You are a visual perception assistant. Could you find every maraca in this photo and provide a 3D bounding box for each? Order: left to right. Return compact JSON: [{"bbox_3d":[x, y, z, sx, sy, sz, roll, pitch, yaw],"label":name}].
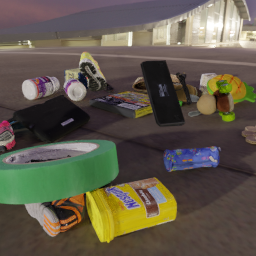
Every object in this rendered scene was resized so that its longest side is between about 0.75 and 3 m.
[{"bbox_3d":[5.151,-1.882,13.895,2.598,1.390,1.781,5,50,-9],"label":"maraca"}]

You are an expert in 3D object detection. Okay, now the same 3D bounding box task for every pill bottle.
[{"bbox_3d":[-4.682,-2.246,15.280,1.055,1.055,1.893,12,24,29],"label":"pill bottle"},{"bbox_3d":[-2.886,-2.097,15.007,0.957,0.957,1.703,-8,22,-20],"label":"pill bottle"}]

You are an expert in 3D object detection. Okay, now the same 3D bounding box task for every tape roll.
[{"bbox_3d":[-1.697,0.878,6.522,2.927,0.704,2.927,-6,6,1],"label":"tape roll"}]

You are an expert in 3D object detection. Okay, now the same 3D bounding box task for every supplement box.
[{"bbox_3d":[-2.885,-3.133,17.590,1.575,1.058,1.576,18,28,40],"label":"supplement box"}]

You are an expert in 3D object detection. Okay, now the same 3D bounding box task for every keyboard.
[{"bbox_3d":[1.356,-1.192,9.186,1.579,0.256,2.485,-5,66,-16],"label":"keyboard"}]

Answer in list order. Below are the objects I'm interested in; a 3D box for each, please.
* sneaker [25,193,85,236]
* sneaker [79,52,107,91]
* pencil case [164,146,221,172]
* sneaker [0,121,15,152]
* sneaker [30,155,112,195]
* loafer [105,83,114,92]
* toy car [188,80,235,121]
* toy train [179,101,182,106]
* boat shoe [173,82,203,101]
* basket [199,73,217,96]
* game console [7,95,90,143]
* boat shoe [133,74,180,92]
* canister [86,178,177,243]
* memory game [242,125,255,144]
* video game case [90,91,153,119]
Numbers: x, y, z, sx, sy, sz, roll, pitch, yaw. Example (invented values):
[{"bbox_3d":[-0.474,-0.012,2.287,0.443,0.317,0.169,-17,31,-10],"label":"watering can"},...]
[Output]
[{"bbox_3d":[-1.562,1.542,6.018,0.994,0.689,1.775,-13,34,-40],"label":"sneaker"},{"bbox_3d":[-1.701,-2.768,13.845,0.955,2.443,1.103,-14,58,4],"label":"sneaker"},{"bbox_3d":[1.775,0.849,7.730,1.542,0.602,0.670,-4,12,-8],"label":"pencil case"},{"bbox_3d":[-4.881,0.243,8.939,2.395,0.894,0.966,-4,21,-10],"label":"sneaker"},{"bbox_3d":[-1.290,1.087,6.593,1.859,0.969,0.558,-5,22,-13],"label":"sneaker"},{"bbox_3d":[-1.145,-2.404,16.654,0.421,0.369,1.171,-10,23,-24],"label":"loafer"},{"bbox_3d":[3.418,-1.057,11.826,1.827,1.500,1.441,-9,19,10],"label":"toy car"},{"bbox_3d":[1.965,-1.362,13.990,0.475,0.351,1.685,-6,19,-44],"label":"toy train"},{"bbox_3d":[2.534,-1.818,14.415,0.940,1.062,2.900,5,12,-37],"label":"boat shoe"},{"bbox_3d":[4.408,-2.207,14.985,0.849,1.252,0.772,-8,29,-20],"label":"basket"},{"bbox_3d":[-3.306,-0.163,10.900,2.450,1.621,2.786,37,30,8],"label":"game console"},{"bbox_3d":[1.669,-2.451,16.093,2.809,1.001,0.906,-1,25,23],"label":"boat shoe"},{"bbox_3d":[0.053,1.587,5.724,1.567,0.678,1.164,-7,22,-22],"label":"canister"},{"bbox_3d":[5.245,0.354,9.682,2.509,0.160,2.509,0,21,0],"label":"memory game"},{"bbox_3d":[0.129,-1.217,13.522,2.980,0.380,2.693,18,27,41],"label":"video game case"}]
